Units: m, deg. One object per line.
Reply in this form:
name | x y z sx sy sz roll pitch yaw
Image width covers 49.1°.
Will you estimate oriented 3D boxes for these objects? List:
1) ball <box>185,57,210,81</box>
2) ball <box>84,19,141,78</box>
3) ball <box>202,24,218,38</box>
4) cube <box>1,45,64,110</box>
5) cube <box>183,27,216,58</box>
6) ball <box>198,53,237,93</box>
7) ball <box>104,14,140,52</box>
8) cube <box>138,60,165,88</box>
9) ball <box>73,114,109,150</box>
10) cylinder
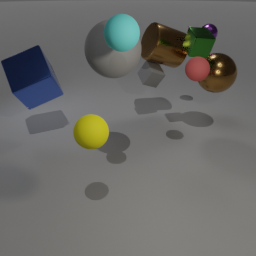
ball | 2.009 -1.708 8.116 0.700 0.700 0.700 0 28 0
ball | -0.369 -1.939 6.922 1.400 1.400 1.400 0 28 0
ball | 3.205 -3.780 11.139 0.700 0.700 0.700 0 28 0
cube | -3.327 -1.745 9.878 1.400 1.400 1.400 -25 71 -5
cube | 2.285 -2.766 9.051 0.700 0.700 0.700 0 47 -14
ball | 3.140 -1.951 9.961 1.400 1.400 1.400 0 28 0
ball | -0.121 -1.848 5.459 0.700 0.700 0.700 0 28 0
cube | 0.924 -2.137 11.123 0.700 0.700 0.700 8 46 -34
ball | -0.733 0.079 5.569 0.700 0.700 0.700 0 28 0
cylinder | 1.393 -3.162 10.785 1.400 1.400 1.400 9 22 -26
